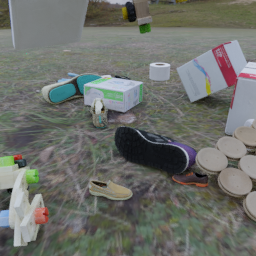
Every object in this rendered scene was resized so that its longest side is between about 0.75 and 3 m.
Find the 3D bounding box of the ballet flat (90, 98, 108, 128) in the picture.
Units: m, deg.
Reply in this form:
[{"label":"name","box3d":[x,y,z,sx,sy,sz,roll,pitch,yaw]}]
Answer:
[{"label":"ballet flat","box3d":[-0.953,-0.617,9.267,0.601,0.667,1.771,-7,25,-7]}]

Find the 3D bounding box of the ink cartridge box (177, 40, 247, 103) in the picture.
[{"label":"ink cartridge box","box3d":[3.247,-2.125,10.661,2.078,1.503,1.510,-23,3,43]}]

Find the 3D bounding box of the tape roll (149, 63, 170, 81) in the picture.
[{"label":"tape roll","box3d":[1.617,-2.876,14.269,1.037,0.712,1.037,1,24,0]}]

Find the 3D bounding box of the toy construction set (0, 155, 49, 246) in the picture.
[{"label":"toy construction set","box3d":[-2.639,1.082,4.718,2.797,1.288,1.834,8,0,-1]}]

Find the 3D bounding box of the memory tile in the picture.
[{"label":"memory tile","box3d":[2.819,0.729,5.867,2.515,0.211,1.928,-24,51,-27]}]

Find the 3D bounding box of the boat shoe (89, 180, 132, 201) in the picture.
[{"label":"boat shoe","box3d":[-0.356,1.211,5.590,0.892,0.340,0.320,4,24,9]}]

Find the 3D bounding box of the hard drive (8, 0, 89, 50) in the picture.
[{"label":"hard drive","box3d":[-1.639,-2.664,5.915,1.641,2.487,0.316,-16,72,-24]}]

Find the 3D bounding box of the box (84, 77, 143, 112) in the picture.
[{"label":"box","box3d":[-0.536,-1.291,10.604,1.737,0.840,1.533,13,26,25]}]

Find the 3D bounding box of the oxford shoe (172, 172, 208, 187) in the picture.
[{"label":"oxford shoe","box3d":[1.340,1.054,6.022,0.755,0.274,0.269,5,25,10]}]

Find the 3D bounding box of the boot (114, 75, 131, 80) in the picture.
[{"label":"boot","box3d":[-0.010,-2.149,13.022,1.098,0.396,0.829,32,23,25]}]

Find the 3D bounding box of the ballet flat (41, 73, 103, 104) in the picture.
[{"label":"ballet flat","box3d":[-2.223,-1.638,11.392,2.747,0.954,0.954,-20,31,-37]}]

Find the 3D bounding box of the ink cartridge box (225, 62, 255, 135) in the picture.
[{"label":"ink cartridge box","box3d":[3.845,-0.912,8.582,0.992,1.757,2.394,15,29,25]}]

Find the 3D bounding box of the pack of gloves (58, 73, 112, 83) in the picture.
[{"label":"pack of gloves","box3d":[-1.835,-2.250,13.088,2.797,0.552,2.350,-10,25,-20]}]

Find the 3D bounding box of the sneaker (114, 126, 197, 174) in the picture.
[{"label":"sneaker","box3d":[0.656,0.513,6.899,2.158,0.817,0.945,22,17,34]}]

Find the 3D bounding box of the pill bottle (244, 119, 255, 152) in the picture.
[{"label":"pill bottle","box3d":[3.850,0.199,7.232,1.511,0.850,0.850,1,24,1]}]

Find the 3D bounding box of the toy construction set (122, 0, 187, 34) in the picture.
[{"label":"toy construction set","box3d":[0.685,-2.569,5.078,1.699,1.565,2.037,-15,23,-24]}]
